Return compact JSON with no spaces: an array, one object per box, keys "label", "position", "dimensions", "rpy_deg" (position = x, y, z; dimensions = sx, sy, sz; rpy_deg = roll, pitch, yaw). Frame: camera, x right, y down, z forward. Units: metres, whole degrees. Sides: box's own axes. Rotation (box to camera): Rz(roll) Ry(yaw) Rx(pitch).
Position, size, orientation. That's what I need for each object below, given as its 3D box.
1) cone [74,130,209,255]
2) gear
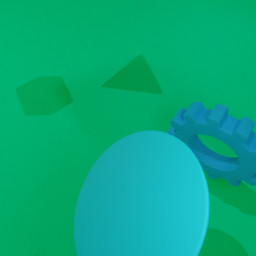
[{"label":"cone","position":[0.523,1.086,3.269],"dimensions":[1.619,1.625,1.619],"rpy_deg":[-23,52,33]},{"label":"gear","position":[1.565,0.325,4.951],"dimensions":[1.793,1.793,0.332],"rpy_deg":[33,64,13]}]
